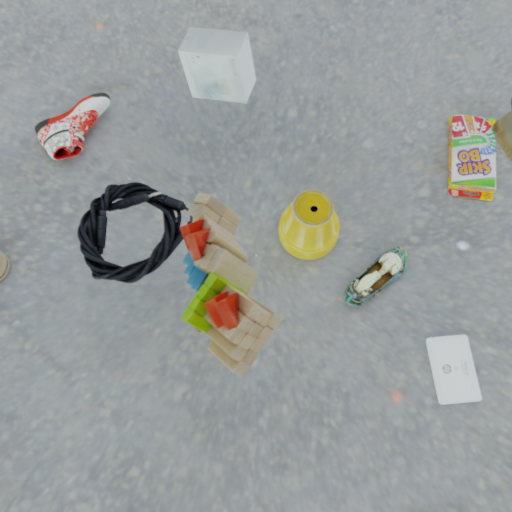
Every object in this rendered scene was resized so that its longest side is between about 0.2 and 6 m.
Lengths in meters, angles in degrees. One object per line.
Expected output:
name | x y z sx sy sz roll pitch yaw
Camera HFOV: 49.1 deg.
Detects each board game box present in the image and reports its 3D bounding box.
board game box | 4.597 -2.119 11.933 0.940 0.295 1.968 7 70 4

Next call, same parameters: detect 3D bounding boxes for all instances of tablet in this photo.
tablet | 3.623 2.076 10.290 0.802 0.084 1.232 -5 67 -2

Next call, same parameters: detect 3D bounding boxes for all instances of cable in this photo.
cable | -2.098 -0.424 9.244 1.633 0.509 2.002 34 60 3

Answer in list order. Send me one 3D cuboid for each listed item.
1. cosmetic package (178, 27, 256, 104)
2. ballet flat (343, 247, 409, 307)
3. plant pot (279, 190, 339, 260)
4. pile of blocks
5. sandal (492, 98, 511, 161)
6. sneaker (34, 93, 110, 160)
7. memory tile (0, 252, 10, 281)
cosmetic package | -0.654 -3.328 9.824 1.079 1.075 0.663 9 62 15
ballet flat | 2.375 0.357 10.739 1.661 0.616 0.616 -42 74 -16
plant pot | 1.058 -0.678 10.852 1.209 1.137 1.209 0 68 -1
pile of blocks | -0.713 0.206 7.687 1.256 0.951 3.060 -41 39 16
sandal | 4.111 -2.029 8.049 0.959 0.645 2.388 50 48 1
sneaker | -3.761 -2.719 12.000 1.760 0.588 0.943 -30 72 -8
memory tile | -6.217 0.956 10.666 2.235 0.245 2.916 17 68 7
